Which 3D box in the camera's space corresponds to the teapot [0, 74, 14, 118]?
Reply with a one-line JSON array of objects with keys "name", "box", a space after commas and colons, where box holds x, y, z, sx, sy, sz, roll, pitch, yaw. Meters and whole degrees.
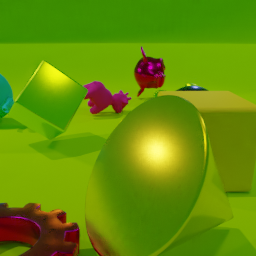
[{"name": "teapot", "box": [-3.597, -0.790, 7.128, 2.074, 1.289, 1.015, 20, 22, 18]}]

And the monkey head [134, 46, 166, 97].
[{"name": "monkey head", "box": [0.742, -1.837, 9.713, 1.102, 1.829, 1.315, 4, 29, 0]}]

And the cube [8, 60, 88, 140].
[{"name": "cube", "box": [-1.651, -0.522, 5.748, 1.051, 1.051, 1.051, 34, -25, -20]}]

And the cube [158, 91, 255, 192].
[{"name": "cube", "box": [1.173, 0.151, 4.512, 1.286, 1.286, 1.286, 0, 18, -1]}]

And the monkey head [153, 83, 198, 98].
[{"name": "monkey head", "box": [1.508, -0.814, 7.721, 1.484, 1.068, 0.895, 22, 2, 32]}]

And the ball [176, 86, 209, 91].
[{"name": "ball", "box": [1.318, -0.251, 5.827, 1.245, 1.245, 1.245, 0, 18, 0]}]

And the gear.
[{"name": "gear", "box": [-1.250, 1.166, 2.652, 1.548, 0.286, 1.548, 3, 9, 0]}]

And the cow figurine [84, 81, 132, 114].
[{"name": "cow figurine", "box": [-0.615, -0.912, 8.075, 1.258, 1.279, 0.702, -26, 44, 1]}]

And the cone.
[{"name": "cone", "box": [0.650, 0.723, 2.928, 1.579, 1.573, 1.573, 29, 3, -30]}]
